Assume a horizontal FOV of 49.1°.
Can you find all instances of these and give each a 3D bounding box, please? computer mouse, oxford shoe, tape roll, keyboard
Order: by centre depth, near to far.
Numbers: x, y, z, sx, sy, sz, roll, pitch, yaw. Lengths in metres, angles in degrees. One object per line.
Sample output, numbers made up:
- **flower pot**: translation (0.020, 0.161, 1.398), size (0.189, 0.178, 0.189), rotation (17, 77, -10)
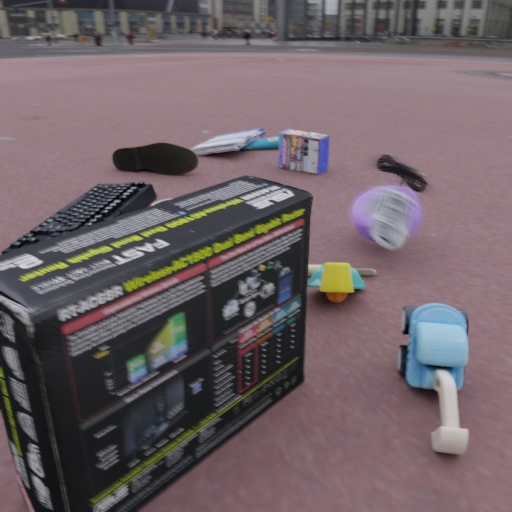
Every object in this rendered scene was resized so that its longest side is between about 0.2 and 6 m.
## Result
- **computer mouse**: translation (2.622, -0.967, 10.862), size (1.085, 0.434, 1.978), rotation (26, 66, -6)
- **tape roll**: translation (2.704, -0.889, 11.650), size (1.335, 0.438, 1.335), rotation (-13, 41, 12)
- **keyboard**: translation (-3.516, -0.876, 12.615), size (2.475, 0.529, 4.122), rotation (5, 27, 11)
- **oxford shoe**: translation (-2.844, -2.942, 16.467), size (2.654, 0.947, 0.946), rotation (7, 22, 17)

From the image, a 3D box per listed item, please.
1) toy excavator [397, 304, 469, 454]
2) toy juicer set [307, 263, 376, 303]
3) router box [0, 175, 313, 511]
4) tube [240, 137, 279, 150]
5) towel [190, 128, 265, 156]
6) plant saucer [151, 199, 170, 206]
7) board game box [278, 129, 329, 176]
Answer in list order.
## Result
- **toy excavator**: translation (2.326, 1.464, 7.130), size (0.865, 1.685, 1.733), rotation (5, -2, 8)
- **toy juicer set**: translation (1.119, 0.466, 9.720), size (1.542, 0.660, 2.425), rotation (0, -2, 22)
- **router box**: translation (-0.924, 0.910, 6.218), size (1.152, 2.779, 3.709), rotation (22, 33, 36)
- **tube**: translation (0.078, -3.729, 18.769), size (1.492, 0.376, 0.578), rotation (-7, 16, -1)
- **towel**: translation (-0.907, -3.806, 18.708), size (1.837, 0.298, 2.501), rotation (-3, 21, 23)
- **plant saucer**: translation (-1.921, -1.042, 13.190), size (1.144, 0.287, 1.144), rotation (0, 26, 0)
- **board game box**: translation (1.391, -3.063, 16.487), size (1.349, 1.076, 0.653), rotation (16, 29, 29)
